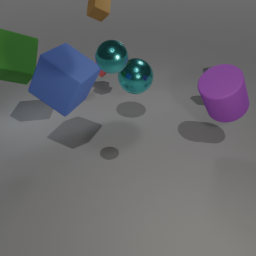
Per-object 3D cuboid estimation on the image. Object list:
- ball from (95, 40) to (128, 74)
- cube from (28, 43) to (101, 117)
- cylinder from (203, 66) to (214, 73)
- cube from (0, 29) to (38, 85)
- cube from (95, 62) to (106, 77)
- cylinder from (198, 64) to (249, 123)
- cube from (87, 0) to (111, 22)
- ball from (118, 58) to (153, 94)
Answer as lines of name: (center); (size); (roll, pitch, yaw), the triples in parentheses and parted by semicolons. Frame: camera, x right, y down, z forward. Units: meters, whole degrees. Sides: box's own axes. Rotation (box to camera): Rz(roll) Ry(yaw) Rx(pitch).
ball: (-0.342, -1.504, 5.929); (0.700, 0.700, 0.700); (0, 32, 0)
cube: (-1.915, -1.495, 8.577); (1.400, 1.400, 1.400); (35, 36, 0)
cylinder: (3.657, -2.299, 12.208); (0.700, 0.700, 0.700); (-11, 13, 3)
cube: (-4.150, -2.506, 10.088); (1.400, 1.400, 1.400); (7, -10, -30)
cube: (-1.217, -2.949, 13.330); (0.700, 0.700, 0.700); (42, 21, -8)
cylinder: (3.147, -1.116, 9.193); (1.400, 1.400, 1.400); (-16, 52, 21)
cube: (-1.173, -4.837, 11.229); (0.700, 0.700, 0.700); (13, -17, -33)
ball: (0.298, -2.032, 11.029); (1.400, 1.400, 1.400); (0, 32, 0)
